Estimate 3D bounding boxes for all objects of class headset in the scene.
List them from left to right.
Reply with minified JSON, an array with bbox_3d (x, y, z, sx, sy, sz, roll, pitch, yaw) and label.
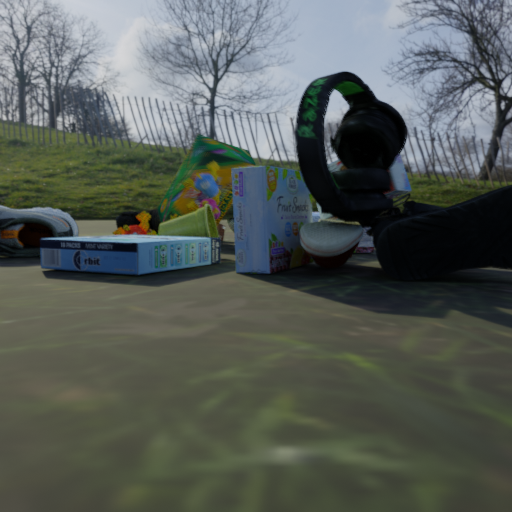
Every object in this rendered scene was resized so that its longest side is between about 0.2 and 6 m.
[{"bbox_3d":[1.391,-1.267,8.257,1.450,1.905,3.085,-2,-28,40],"label":"headset"}]

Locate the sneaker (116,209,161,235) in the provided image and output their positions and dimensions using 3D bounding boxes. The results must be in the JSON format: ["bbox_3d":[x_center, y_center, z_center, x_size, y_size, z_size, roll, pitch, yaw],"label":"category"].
[{"bbox_3d":[-3.487,-0.909,16.952,1.618,0.932,3.103,0,0,-8],"label":"sneaker"}]

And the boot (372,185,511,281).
[{"bbox_3d":[3.035,-0.384,7.792,2.869,1.096,2.411,-11,5,14],"label":"boot"}]

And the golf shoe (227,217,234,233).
[{"bbox_3d":[0.029,-1.290,15.394,0.920,1.892,0.741,42,3,-33],"label":"golf shoe"}]

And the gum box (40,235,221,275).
[{"bbox_3d":[-1.879,-0.058,8.754,1.829,0.480,2.153,2,5,27],"label":"gum box"}]

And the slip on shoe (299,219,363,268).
[{"bbox_3d":[1.150,-0.154,8.415,0.887,0.733,2.394,4,6,11],"label":"slip on shoe"}]

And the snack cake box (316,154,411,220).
[{"bbox_3d":[1.685,-1.229,9.291,1.521,0.874,0.511,-20,-11,41],"label":"snack cake box"}]

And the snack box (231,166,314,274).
[{"bbox_3d":[0.299,-0.556,8.479,0.605,1.508,1.788,0,3,25],"label":"snack box"}]

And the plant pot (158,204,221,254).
[{"bbox_3d":[-1.223,-0.348,10.150,0.946,1.029,1.029,-12,4,4],"label":"plant pot"}]

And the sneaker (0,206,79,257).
[{"bbox_3d":[-4.962,-0.485,10.615,2.947,1.089,1.168,0,9,-9],"label":"sneaker"}]

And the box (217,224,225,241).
[{"bbox_3d":[-1.273,-0.704,16.149,0.570,0.468,0.473,4,-9,34],"label":"box"}]

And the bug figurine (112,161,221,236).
[{"bbox_3d":[-1.731,-0.909,12.763,2.813,0.724,2.181,-35,-15,7],"label":"bug figurine"}]

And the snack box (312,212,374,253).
[{"bbox_3d":[1.118,-0.534,12.293,2.522,0.854,2.127,-2,5,-3],"label":"snack box"}]

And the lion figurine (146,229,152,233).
[{"bbox_3d":[-2.875,-0.372,13.453,0.759,0.449,1.240,-17,-6,-15],"label":"lion figurine"}]

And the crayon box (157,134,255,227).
[{"bbox_3d":[-1.346,-1.789,14.735,1.531,2.578,0.751,11,38,-34],"label":"crayon box"}]
